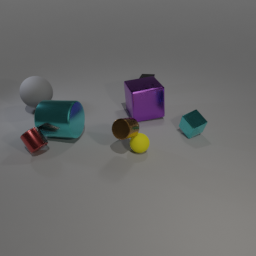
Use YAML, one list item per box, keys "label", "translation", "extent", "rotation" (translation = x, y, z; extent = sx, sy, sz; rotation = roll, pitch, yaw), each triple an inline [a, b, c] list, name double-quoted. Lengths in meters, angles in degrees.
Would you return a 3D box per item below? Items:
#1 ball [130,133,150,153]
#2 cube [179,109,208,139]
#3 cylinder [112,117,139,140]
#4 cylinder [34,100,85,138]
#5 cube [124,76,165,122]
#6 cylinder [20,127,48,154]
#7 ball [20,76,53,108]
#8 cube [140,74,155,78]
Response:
- label: "ball"
  translation: [0.409, 0.527, 9.872]
  extent: [0.700, 0.700, 0.700]
  rotation: [0, 30, 0]
- label: "cube"
  translation: [2.478, -0.150, 10.723]
  extent: [0.700, 0.700, 0.700]
  rotation: [-24, 61, -19]
- label: "cylinder"
  translation: [-0.076, 0.010, 9.371]
  extent: [0.700, 0.700, 0.700]
  rotation: [17, 13, 26]
- label: "cylinder"
  translation: [-2.536, -0.342, 10.534]
  extent: [1.400, 1.400, 1.400]
  rotation: [2, 30, 15]
- label: "cube"
  translation: [0.699, -1.270, 12.143]
  extent: [1.400, 1.400, 1.400]
  rotation: [-11, 32, -10]
- label: "cylinder"
  translation: [-3.273, 0.430, 9.797]
  extent: [0.700, 0.700, 0.700]
  rotation: [-35, -1, -1]
- label: "ball"
  translation: [-4.005, -1.563, 12.272]
  extent: [1.400, 1.400, 1.400]
  rotation: [0, 30, 0]
- label: "cube"
  translation: [0.973, -2.291, 14.260]
  extent: [0.700, 0.700, 0.700]
  rotation: [5, 36, 18]
